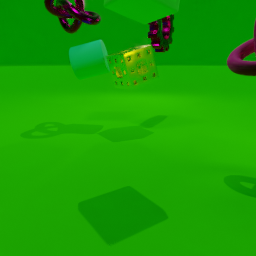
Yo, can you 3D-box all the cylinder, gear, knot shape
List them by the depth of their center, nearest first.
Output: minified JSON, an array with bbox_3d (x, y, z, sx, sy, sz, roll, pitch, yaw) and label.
[{"bbox_3d":[2.952,-1.423,5.339,1.640,1.753,0.810,36,-9,14],"label":"knot shape"},{"bbox_3d":[-1.262,-2.270,9.373,1.094,1.094,1.094,-13,13,8],"label":"cylinder"},{"bbox_3d":[-1.814,-3.992,9.675,1.820,0.899,1.945,20,-12,0],"label":"knot shape"},{"bbox_3d":[1.294,-3.927,10.748,0.363,1.964,1.964,8,16,26],"label":"gear"}]

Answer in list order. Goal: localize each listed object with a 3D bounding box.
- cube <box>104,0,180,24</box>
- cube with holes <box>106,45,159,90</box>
[{"bbox_3d":[0.276,-2.538,4.891,0.967,0.967,0.967,9,-1,-34],"label":"cube"},{"bbox_3d":[0.141,-1.908,8.796,1.061,1.061,1.061,-26,23,-26],"label":"cube with holes"}]
